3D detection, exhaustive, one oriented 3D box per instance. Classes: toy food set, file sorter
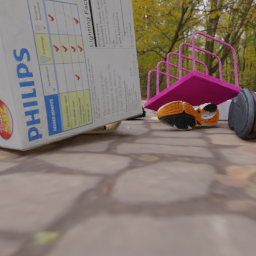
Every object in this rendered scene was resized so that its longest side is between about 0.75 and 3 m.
[{"bbox_3d":[-1.296,-0.276,6.923,2.134,0.645,1.531,-1,7,-12],"label":"toy food set"},{"bbox_3d":[1.866,-1.492,8.553,1.708,1.541,2.457,13,-22,-25],"label":"file sorter"}]

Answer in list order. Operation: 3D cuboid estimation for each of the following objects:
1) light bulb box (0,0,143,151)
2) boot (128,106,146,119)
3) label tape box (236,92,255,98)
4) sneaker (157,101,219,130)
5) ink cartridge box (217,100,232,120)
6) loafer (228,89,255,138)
[{"bbox_3d":[-1.401,-1.411,5.263,1.859,2.952,2.979,2,14,39],"label":"light bulb box"},{"bbox_3d":[-0.737,-1.514,10.133,2.886,2.365,1.068,3,7,22],"label":"boot"},{"bbox_3d":[4.511,-0.535,7.684,2.652,0.877,1.900,6,14,33],"label":"label tape box"},{"bbox_3d":[1.440,-0.261,7.279,1.913,0.724,0.880,1,-7,-32],"label":"sneaker"},{"bbox_3d":[3.308,-0.660,10.039,1.185,0.684,1.622,3,7,25],"label":"ink cartridge box"},{"bbox_3d":[2.768,-0.309,6.110,0.873,0.996,2.771,6,5,13],"label":"loafer"}]
